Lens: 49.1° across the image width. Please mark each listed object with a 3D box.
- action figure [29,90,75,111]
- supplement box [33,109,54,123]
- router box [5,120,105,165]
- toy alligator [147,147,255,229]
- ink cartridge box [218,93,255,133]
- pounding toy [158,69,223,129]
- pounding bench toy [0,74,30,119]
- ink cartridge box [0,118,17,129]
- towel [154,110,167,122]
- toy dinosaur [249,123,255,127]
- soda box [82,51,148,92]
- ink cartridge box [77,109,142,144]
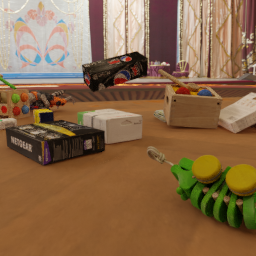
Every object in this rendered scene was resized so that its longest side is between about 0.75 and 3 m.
[{"bbox_3d":[-4.620,-1.526,15.264,2.658,1.390,2.571,8,5,36],"label":"action figure"},{"bbox_3d":[-3.527,-0.445,11.669,0.575,0.572,1.051,-7,13,-31],"label":"supplement box"},{"bbox_3d":[-2.070,0.300,7.843,1.848,0.614,2.351,-10,15,-41],"label":"router box"},{"bbox_3d":[1.188,0.949,4.454,2.869,0.851,0.778,12,57,47],"label":"toy alligator"},{"bbox_3d":[4.480,-0.631,10.812,1.880,0.477,2.134,-29,11,5],"label":"ink cartridge box"},{"bbox_3d":[2.367,-1.264,11.486,2.239,1.729,2.432,4,22,-1],"label":"pounding toy"},{"bbox_3d":[-5.639,-1.553,13.211,1.668,2.139,1.329,4,12,20],"label":"pounding bench toy"},{"bbox_3d":[-5.273,-0.212,11.104,1.233,0.384,1.532,-9,16,-39],"label":"ink cartridge box"},{"bbox_3d":[2.145,-0.551,12.756,1.619,0.390,1.386,-4,15,-17],"label":"towel"},{"bbox_3d":[5.391,-0.807,10.770,1.041,1.644,2.425,-4,12,-18],"label":"toy dinosaur"},{"bbox_3d":[-0.530,-2.569,12.518,2.876,0.911,1.018,-21,45,-24],"label":"soda box"},{"bbox_3d":[-0.630,-0.104,9.359,1.405,0.809,1.925,-8,14,-35],"label":"ink cartridge box"}]
